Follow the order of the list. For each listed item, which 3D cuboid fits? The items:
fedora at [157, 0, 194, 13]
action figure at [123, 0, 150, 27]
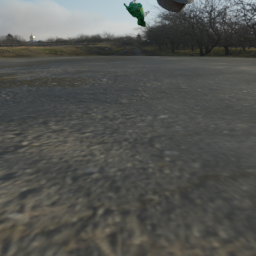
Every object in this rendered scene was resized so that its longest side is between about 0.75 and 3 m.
[{"bbox_3d":[0.891,-2.780,5.837,0.909,0.464,1.028,-29,70,-36],"label":"fedora"},{"bbox_3d":[0.378,-4.671,11.182,1.372,0.635,2.323,38,14,-12],"label":"action figure"}]
